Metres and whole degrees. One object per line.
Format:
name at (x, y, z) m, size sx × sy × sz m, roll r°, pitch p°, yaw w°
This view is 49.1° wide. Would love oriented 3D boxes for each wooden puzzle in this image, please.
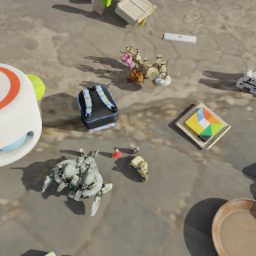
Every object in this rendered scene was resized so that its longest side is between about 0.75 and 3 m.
wooden puzzle at (2.112, -0.098, 7.899) m, size 1.103 × 0.222 × 1.192 m, roll -39°, pitch 66°, yaw -19°

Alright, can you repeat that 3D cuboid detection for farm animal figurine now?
farm animal figurine at (0.491, -1.802, 8.598) m, size 1.488 × 0.785 × 1.505 m, roll 0°, pitch 55°, yaw -3°

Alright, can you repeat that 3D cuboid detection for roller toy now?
roller toy at (-3.513, -0.289, 7.082) m, size 2.600 × 1.817 × 2.372 m, roll 3°, pitch 49°, yaw -3°

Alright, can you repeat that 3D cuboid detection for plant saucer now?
plant saucer at (2.734, 2.487, 6.351) m, size 1.726 × 0.316 × 1.726 m, roll 0°, pitch 60°, yaw -1°

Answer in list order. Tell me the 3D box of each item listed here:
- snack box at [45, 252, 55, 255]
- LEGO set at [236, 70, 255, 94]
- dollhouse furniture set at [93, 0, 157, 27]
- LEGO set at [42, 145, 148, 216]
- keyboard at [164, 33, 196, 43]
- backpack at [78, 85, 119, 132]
snack box at (-1.743, 3.226, 5.930) m, size 0.728 × 0.292 × 0.863 m, roll -29°, pitch 64°, yaw -16°
LEGO set at (4.771, -1.377, 8.134) m, size 2.730 × 1.120 × 1.041 m, roll 25°, pitch 62°, yaw 14°
dollhouse furniture set at (-0.443, -4.653, 10.466) m, size 2.717 × 1.049 × 1.358 m, roll 38°, pitch 58°, yaw -1°
LEGO set at (-0.819, 1.047, 6.929) m, size 2.684 × 0.761 × 1.743 m, roll -30°, pitch 64°, yaw -16°
keyboard at (1.819, -3.152, 9.798) m, size 1.115 × 0.059 × 0.314 m, roll 9°, pitch 55°, yaw 5°
backpack at (-0.875, -0.594, 7.880) m, size 1.037 × 0.764 × 1.136 m, roll -19°, pitch 62°, yaw -10°
